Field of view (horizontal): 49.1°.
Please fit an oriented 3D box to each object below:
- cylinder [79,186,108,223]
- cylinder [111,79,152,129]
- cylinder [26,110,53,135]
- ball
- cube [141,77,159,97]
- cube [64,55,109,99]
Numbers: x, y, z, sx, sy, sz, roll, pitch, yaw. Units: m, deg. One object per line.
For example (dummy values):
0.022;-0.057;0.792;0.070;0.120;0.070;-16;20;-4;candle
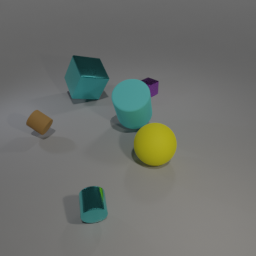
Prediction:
-0.917;2.003;7.342;0.700;0.700;0.700;-6;45;-10;cylinder
0.180;-0.884;10.572;1.400;1.400;1.400;-4;62;7;cylinder
-3.278;-0.210;10.403;0.700;0.700;0.700;33;37;-1;cylinder
0.887;0.528;9.161;1.400;1.400;1.400;0;33;0;ball
1.018;-1.990;13.785;0.700;0.700;0.700;27;42;36;cube
-1.922;-2.294;12.884;1.400;1.400;1.400;-2;53;-34;cube
